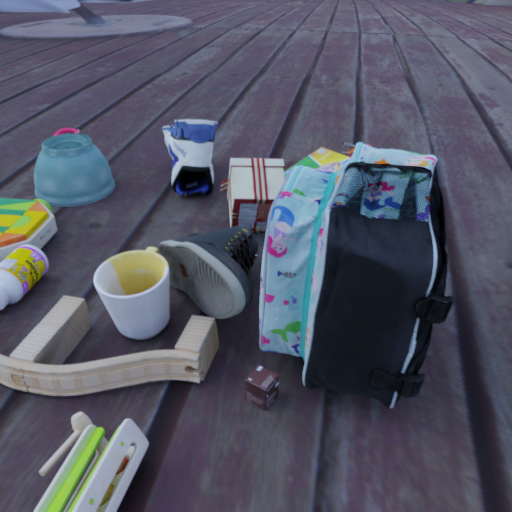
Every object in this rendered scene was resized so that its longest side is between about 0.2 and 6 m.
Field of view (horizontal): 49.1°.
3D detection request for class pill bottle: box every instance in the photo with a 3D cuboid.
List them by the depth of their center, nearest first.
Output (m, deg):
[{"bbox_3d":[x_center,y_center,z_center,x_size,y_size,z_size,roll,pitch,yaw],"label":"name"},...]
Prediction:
[{"bbox_3d":[-4.438,0.409,10.237,0.702,0.702,1.348,7,34,10],"label":"pill bottle"}]

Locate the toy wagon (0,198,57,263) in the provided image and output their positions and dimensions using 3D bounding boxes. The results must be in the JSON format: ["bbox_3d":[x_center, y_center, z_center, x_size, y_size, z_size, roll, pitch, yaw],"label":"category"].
[{"bbox_3d":[-5.991,-0.515,11.722,3.313,0.656,2.571,5,33,8],"label":"toy wagon"}]

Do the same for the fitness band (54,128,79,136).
[{"bbox_3d":[-5.823,-3.712,17.222,0.689,0.180,0.959,-1,31,3],"label":"fitness band"}]

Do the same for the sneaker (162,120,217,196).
[{"bbox_3d":[-1.727,-2.367,14.008,1.231,1.759,3.047,3,5,-14],"label":"sneaker"}]

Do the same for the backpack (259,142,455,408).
[{"bbox_3d":[1.565,-0.002,8.537,2.740,3.231,3.640,15,36,16],"label":"backpack"}]

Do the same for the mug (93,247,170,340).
[{"bbox_3d":[-1.839,0.659,9.279,1.175,1.205,1.468,26,47,34],"label":"mug"}]

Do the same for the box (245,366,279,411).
[{"bbox_3d":[0.081,1.915,8.104,0.366,0.446,0.370,20,38,28],"label":"box"}]

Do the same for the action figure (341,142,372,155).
[{"bbox_3d":[2.842,-2.941,15.731,0.907,0.490,0.937,2,32,20],"label":"action figure"}]

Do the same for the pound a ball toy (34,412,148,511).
[{"bbox_3d":[-2.038,2.707,6.794,1.122,0.731,1.720,-16,26,24],"label":"pound a ball toy"}]

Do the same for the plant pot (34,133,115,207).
[{"bbox_3d":[-4.572,-2.228,13.825,1.941,1.300,1.941,-1,33,0],"label":"plant pot"}]

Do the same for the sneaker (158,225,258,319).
[{"bbox_3d":[-0.470,0.048,9.716,1.683,1.185,3.168,-19,20,-22],"label":"sneaker"}]

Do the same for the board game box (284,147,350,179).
[{"bbox_3d":[1.585,-1.832,12.873,1.353,0.357,1.768,-36,37,-16],"label":"board game box"}]

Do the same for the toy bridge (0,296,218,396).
[{"bbox_3d":[-3.224,1.342,8.782,5.014,0.682,1.685,8,34,12],"label":"toy bridge"}]

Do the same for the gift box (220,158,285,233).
[{"bbox_3d":[-0.069,-1.314,12.236,1.327,1.438,1.343,3,56,-11],"label":"gift box"}]

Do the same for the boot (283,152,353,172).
[{"bbox_3d":[1.642,-2.279,14.354,1.839,0.800,2.210,18,40,23],"label":"boot"}]
